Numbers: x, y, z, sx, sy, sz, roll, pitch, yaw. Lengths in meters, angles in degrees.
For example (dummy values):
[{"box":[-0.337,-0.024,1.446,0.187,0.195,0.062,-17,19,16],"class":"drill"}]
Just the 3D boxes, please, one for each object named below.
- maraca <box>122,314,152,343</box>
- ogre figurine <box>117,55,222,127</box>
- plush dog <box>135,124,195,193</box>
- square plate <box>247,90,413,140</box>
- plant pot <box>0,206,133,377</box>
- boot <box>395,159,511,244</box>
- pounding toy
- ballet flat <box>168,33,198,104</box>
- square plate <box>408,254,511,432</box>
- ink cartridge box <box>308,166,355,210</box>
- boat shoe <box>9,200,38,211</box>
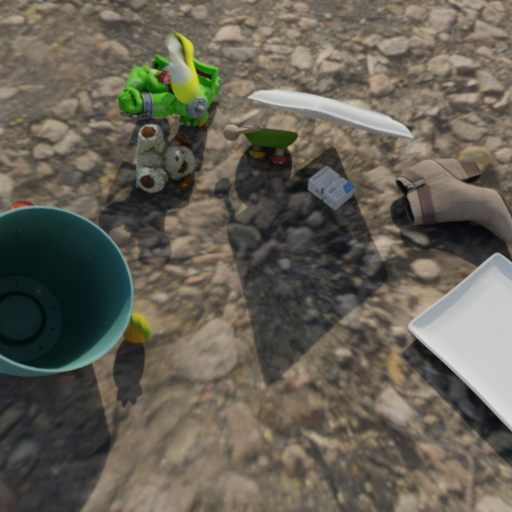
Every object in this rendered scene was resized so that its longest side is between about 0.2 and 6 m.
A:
[{"box":[-2.062,1.228,9.630,0.588,0.858,0.459,41,60,-10],"class":"maraca"},{"box":[-1.790,-3.661,12.340,1.783,1.459,2.973,12,14,2],"class":"ogre figurine"},{"box":[-1.884,-1.948,11.756,1.218,1.138,1.418,0,85,-16],"class":"plush dog"},{"box":[1.425,-2.786,10.840,2.419,0.347,2.442,6,15,-32],"class":"square plate"},{"box":[-3.574,0.755,8.956,2.548,2.044,2.548,16,62,-33],"class":"plant pot"},{"box":[3.914,-0.974,11.188,1.714,0.824,2.345,-19,59,-4],"class":"boot"},{"box":[0.152,-2.359,11.979,1.546,0.718,1.194,-4,14,-44],"class":"pounding toy"},{"box":[-1.495,-3.711,10.948,0.554,0.556,1.659,-18,59,17],"class":"ballet flat"},{"box":[4.380,1.474,9.800,2.536,0.361,2.512,-34,63,-20],"class":"square plate"},{"box":[1.550,-1.415,11.648,0.580,0.335,0.794,-39,65,-22],"class":"ink cartridge box"},{"box":[-4.050,-0.373,10.745,0.856,0.753,2.405,-37,63,-20],"class":"boat shoe"}]
